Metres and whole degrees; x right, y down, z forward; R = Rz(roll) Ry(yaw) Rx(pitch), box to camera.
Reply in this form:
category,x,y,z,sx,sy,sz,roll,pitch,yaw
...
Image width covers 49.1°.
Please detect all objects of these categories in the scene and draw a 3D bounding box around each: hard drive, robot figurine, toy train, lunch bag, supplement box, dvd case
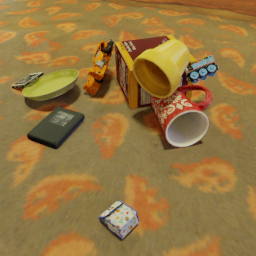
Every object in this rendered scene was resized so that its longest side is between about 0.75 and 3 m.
category,x,y,z,sx,sy,sz,roll,pitch,yaw
hard drive,-2.774,-0.065,10.925,1.354,0.319,1.940,17,44,19
robot figurine,-1.318,-2.995,13.121,0.801,1.994,2.751,20,51,-12
toy train,2.870,-2.297,11.044,1.323,0.574,0.756,-22,68,7
lunch bag,-0.278,2.483,7.813,0.774,0.564,0.911,-33,37,-33
supplement box,1.096,-2.631,12.679,2.845,1.889,2.806,-10,42,-11
dvd case,-4.788,-2.288,13.397,0.986,0.162,1.312,1,35,35

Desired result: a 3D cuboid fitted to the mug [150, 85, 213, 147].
category,x,y,z,sx,sy,sz,roll,pitch,yaw
mug,2.041,-0.719,10.702,2.120,1.594,2.389,-24,38,1

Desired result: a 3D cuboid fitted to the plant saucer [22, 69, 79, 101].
category,x,y,z,sx,sy,sz,roll,pitch,yaw
plant saucer,-3.395,-1.897,12.574,2.633,0.409,2.633,-13,32,8

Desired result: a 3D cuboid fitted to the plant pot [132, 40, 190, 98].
category,x,y,z,sx,sy,sz,roll,pitch,yaw
plant pot,1.348,-2.282,10.245,1.781,1.781,1.676,29,63,29
